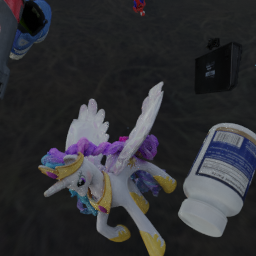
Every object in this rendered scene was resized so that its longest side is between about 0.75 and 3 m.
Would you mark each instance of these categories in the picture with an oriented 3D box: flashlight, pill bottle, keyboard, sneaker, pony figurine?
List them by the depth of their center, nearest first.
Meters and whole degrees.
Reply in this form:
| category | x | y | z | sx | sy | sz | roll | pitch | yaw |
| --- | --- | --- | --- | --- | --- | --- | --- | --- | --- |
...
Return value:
| category | x | y | z | sx | sy | sz | roll | pitch | yaw |
| --- | --- | --- | --- | --- | --- | --- | --- | --- | --- |
| pony figurine | -0.118 | 0.512 | 3.899 | 1.717 | 2.062 | 1.990 | -17 | 38 | 36 |
| pill bottle | 1.376 | 0.764 | 4.237 | 0.869 | 0.869 | 1.566 | 23 | 62 | 20 |
| flashlight | -2.301 | -1.589 | 4.765 | 0.724 | 0.727 | 2.140 | 2 | 73 | 31 |
| keyboard | 1.534 | -1.119 | 4.943 | 0.213 | 0.998 | 1.662 | 0 | 5 | -7 |
| sneaker | -2.359 | -2.671 | 7.027 | 1.079 | 0.950 | 2.420 | -33 | 32 | 31 |

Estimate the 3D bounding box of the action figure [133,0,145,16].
| category | x | y | z | sx | sy | sz | roll | pitch | yaw |
| --- | --- | --- | --- | --- | --- | --- | --- | --- | --- |
| action figure | 0.194 | -4.062 | 8.446 | 0.473 | 1.449 | 0.717 | -27 | 27 | 7 |
